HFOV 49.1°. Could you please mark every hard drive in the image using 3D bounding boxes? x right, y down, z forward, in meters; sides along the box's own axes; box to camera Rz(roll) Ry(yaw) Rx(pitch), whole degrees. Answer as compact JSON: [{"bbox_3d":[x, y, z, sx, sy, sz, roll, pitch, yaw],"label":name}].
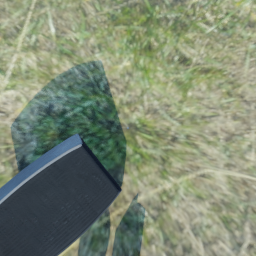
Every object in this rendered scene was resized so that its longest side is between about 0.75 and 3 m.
[{"bbox_3d":[-1.619,1.656,5.882,2.849,0.603,1.921,-39,101,-15],"label":"hard drive"}]
